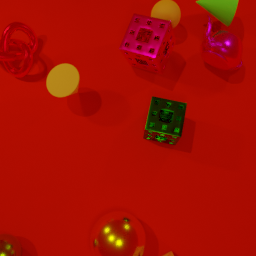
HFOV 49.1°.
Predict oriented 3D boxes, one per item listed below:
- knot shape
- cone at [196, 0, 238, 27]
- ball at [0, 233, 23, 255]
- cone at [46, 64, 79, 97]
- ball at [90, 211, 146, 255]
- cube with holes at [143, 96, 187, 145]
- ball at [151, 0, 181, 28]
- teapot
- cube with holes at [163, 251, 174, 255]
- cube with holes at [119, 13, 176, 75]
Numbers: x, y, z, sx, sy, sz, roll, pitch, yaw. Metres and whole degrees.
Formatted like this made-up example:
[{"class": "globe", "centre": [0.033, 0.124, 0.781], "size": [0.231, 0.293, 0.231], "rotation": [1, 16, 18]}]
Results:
[{"class": "knot shape", "centre": [-3.472, -2.299, 8.198], "size": [1.490, 0.736, 1.593], "rotation": [2, 78, -6]}, {"class": "cone", "centre": [2.524, -3.605, 8.173], "size": [1.079, 1.075, 1.075], "rotation": [10, 74, 4]}, {"class": "ball", "centre": [-2.978, 2.979, 6.581], "size": [0.935, 0.935, 0.935], "rotation": [0, 73, 0]}, {"class": "cone", "centre": [-1.601, -1.151, 7.778], "size": [0.941, 0.944, 0.941], "rotation": [-3, 77, 14]}, {"class": "ball", "centre": [-0.229, 2.618, 6.521], "size": [1.297, 1.297, 1.297], "rotation": [0, 73, 0]}, {"class": "cube with holes", "centre": [0.971, -0.171, 7.517], "size": [0.926, 0.926, 0.926], "rotation": [12, 74, 4]}, {"class": "ball", "centre": [1.118, -3.332, 8.301], "size": [0.871, 0.871, 0.871], "rotation": [0, 73, 0]}, {"class": "teapot", "centre": [2.663, -2.294, 7.932], "size": [1.951, 1.213, 0.955], "rotation": [34, 86, -30]}, {"class": "cube with holes", "centre": [0.833, 3.571, 6.255], "size": [0.999, 0.999, 0.999], "rotation": [-27, 79, -4]}, {"class": "cube with holes", "centre": [0.580, -2.321, 7.829], "size": [1.078, 1.078, 1.078], "rotation": [20, 84, 20]}]
